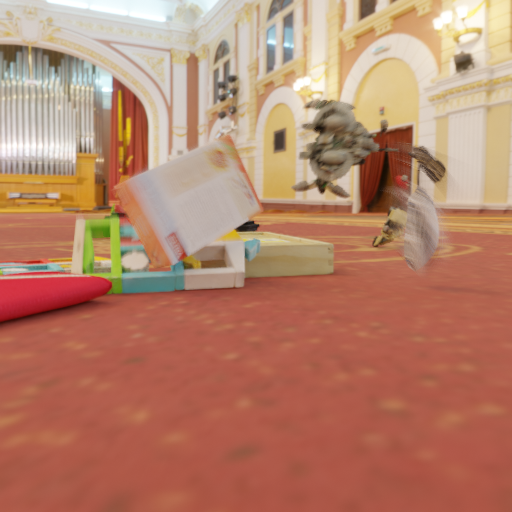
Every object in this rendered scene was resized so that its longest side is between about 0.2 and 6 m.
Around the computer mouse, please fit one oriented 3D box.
[{"bbox_3d":[1.927,-0.508,6.393,0.308,1.404,0.770,-2,22,-3],"label":"computer mouse"}]

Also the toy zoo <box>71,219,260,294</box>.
[{"bbox_3d":[-1.048,-0.057,6.836,2.253,0.231,1.478,-3,30,-14],"label":"toy zoo"}]

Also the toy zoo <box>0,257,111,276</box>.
[{"bbox_3d":[-2.664,0.207,7.184,2.208,0.226,1.449,-3,6,-29],"label":"toy zoo"}]

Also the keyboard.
[{"bbox_3d":[-2.118,-0.880,15.452,4.071,0.522,2.445,4,12,12],"label":"keyboard"}]

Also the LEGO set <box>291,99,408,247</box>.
[{"bbox_3d":[2.167,-2.113,12.383,3.916,2.543,1.110,37,1,19],"label":"LEGO set"}]

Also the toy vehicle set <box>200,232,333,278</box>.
[{"bbox_3d":[-0.315,-0.080,9.007,2.015,0.430,3.243,-2,6,-15],"label":"toy vehicle set"}]

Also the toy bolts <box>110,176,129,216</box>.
[{"bbox_3d":[-3.861,-1.439,17.887,1.353,1.863,1.950,14,20,-18],"label":"toy bolts"}]

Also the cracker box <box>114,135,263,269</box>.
[{"bbox_3d":[-0.730,-0.652,6.490,1.535,1.028,0.443,-34,15,-39],"label":"cracker box"}]

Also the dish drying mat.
[{"bbox_3d":[-2.718,0.435,4.466,1.231,0.292,3.206,4,7,30],"label":"dish drying mat"}]
